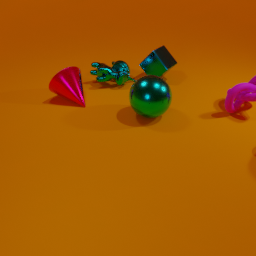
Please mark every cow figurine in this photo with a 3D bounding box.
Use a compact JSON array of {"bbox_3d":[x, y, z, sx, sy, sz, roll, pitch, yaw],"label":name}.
[{"bbox_3d":[-0.681,-2.142,10.977,1.308,0.729,1.329,-6,34,-32],"label":"cow figurine"}]

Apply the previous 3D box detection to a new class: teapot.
[{"bbox_3d":[-0.228,-2.311,11.462,1.334,0.829,0.653,46,29,19],"label":"teapot"}]

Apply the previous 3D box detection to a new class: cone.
[{"bbox_3d":[-1.862,-1.221,9.841,1.317,1.317,1.322,-27,72,-34],"label":"cone"}]

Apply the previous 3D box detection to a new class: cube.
[{"bbox_3d":[1.223,-2.589,11.296,0.936,0.936,0.936,52,45,-1],"label":"cube"}]

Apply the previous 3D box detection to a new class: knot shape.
[{"bbox_3d":[3.984,-1.187,9.149,1.579,0.780,1.688,-29,-4,40],"label":"knot shape"}]

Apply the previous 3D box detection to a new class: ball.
[{"bbox_3d":[0.711,-0.991,8.880,1.369,1.369,1.369,0,34,0],"label":"ball"}]
